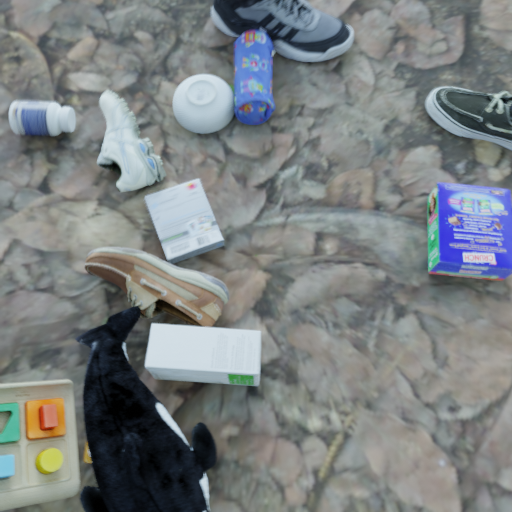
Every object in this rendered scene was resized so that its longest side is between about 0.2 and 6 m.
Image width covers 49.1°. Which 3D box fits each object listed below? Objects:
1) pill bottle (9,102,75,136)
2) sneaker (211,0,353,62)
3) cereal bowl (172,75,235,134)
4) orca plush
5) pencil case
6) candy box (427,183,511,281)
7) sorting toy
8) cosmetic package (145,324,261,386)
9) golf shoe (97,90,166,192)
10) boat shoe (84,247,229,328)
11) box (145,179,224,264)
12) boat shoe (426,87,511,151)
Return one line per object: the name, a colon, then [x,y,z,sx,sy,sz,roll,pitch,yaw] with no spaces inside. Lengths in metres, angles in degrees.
pill bottle: [-4.166,-2.681,10.969,1.123,0.623,0.623,2,66,2]
sneaker: [0.516,-5.154,11.407,3.151,1.793,1.189,19,68,8]
cereal bowl: [-1.056,-3.114,11.182,1.270,0.529,1.270,0,69,0]
orca plush: [-1.555,2.553,8.083,2.063,1.394,3.921,-5,67,-16]
pencil case: [-0.028,-3.608,11.302,0.844,0.759,1.944,1,66,-4]
candy box: [3.808,-0.428,9.991,1.350,0.615,1.597,7,66,1]
sorting toy: [-3.254,2.630,7.889,2.987,0.407,1.682,4,69,-37]
cosmetic package: [-0.801,1.587,8.940,1.740,0.936,0.738,2,66,3]
golf shoe: [-2.651,-2.187,10.654,1.072,0.863,2.205,-29,69,-8]
boat shoe: [-1.755,0.563,9.386,2.546,0.964,0.914,16,67,9]
box: [-1.319,-0.642,10.264,1.075,0.284,1.379,-20,69,-9]
boat shoe: [4.762,-2.738,10.835,2.859,0.910,1.011,23,68,10]
